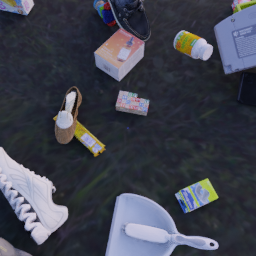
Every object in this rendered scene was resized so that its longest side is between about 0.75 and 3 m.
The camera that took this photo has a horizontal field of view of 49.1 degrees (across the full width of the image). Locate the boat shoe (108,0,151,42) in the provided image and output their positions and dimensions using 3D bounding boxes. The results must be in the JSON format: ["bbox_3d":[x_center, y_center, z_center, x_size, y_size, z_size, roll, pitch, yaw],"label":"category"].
[{"bbox_3d":[-0.005,-4.285,9.529,1.052,0.934,2.816,-31,104,-11],"label":"boat shoe"}]

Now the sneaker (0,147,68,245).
[{"bbox_3d":[-2.751,1.620,7.597,1.185,1.099,2.924,-32,73,-26],"label":"sneaker"}]

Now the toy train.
[{"bbox_3d":[-0.265,-4.727,10.555,1.952,0.826,1.130,-29,56,-12],"label":"toy train"}]

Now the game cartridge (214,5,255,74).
[{"bbox_3d":[4.159,-2.879,8.630,2.705,0.548,1.804,-13,94,11],"label":"game cartridge"}]

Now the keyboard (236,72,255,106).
[{"bbox_3d":[4.789,-1.347,8.980,2.374,0.304,1.425,7,101,3],"label":"keyboard"}]

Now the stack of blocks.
[{"bbox_3d":[0.161,-0.797,8.989,1.002,0.294,0.577,12,66,5],"label":"stack of blocks"}]

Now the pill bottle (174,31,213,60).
[{"bbox_3d":[1.869,-2.337,8.009,0.574,0.574,1.034,-41,56,-16],"label":"pill bottle"}]

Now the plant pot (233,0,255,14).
[{"bbox_3d":[4.382,-3.498,9.718,1.300,1.186,1.307,-13,66,-6],"label":"plant pot"}]

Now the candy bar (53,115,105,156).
[{"bbox_3d":[-1.500,0.125,8.617,1.971,0.218,0.491,40,72,16],"label":"candy bar"}]

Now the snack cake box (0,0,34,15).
[{"bbox_3d":[-4.727,-5.049,10.426,2.029,1.167,0.682,14,65,7],"label":"snack cake box"}]

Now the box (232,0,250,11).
[{"bbox_3d":[4.325,-4.452,10.516,0.476,0.516,1.005,-5,65,-2],"label":"box"}]

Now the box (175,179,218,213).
[{"bbox_3d":[1.910,1.889,7.816,1.009,0.240,0.615,-21,67,-10],"label":"box"}]

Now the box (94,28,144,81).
[{"bbox_3d":[-0.275,-2.497,9.510,1.060,0.740,1.392,35,70,15],"label":"box"}]

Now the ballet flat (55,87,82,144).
[{"bbox_3d":[-1.808,-0.485,8.488,0.656,0.699,1.933,11,58,1],"label":"ballet flat"}]

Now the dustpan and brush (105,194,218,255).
[{"bbox_3d":[0.857,2.750,7.131,2.681,0.767,1.871,9,66,4],"label":"dustpan and brush"}]

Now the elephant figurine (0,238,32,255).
[{"bbox_3d":[-3.418,3.961,6.181,2.686,1.901,2.084,-44,43,-2],"label":"elephant figurine"}]
